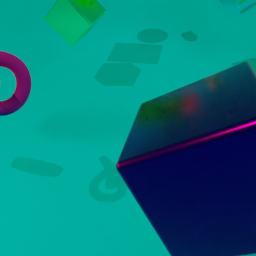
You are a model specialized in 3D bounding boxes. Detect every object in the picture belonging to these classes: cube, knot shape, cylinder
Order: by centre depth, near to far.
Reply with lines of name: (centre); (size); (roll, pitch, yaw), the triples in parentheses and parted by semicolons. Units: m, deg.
cube: (0.616, 0.236, 2.030); (0.933, 0.933, 0.933); (-21, 22, 23)
knot shape: (-1.986, -0.565, 3.505); (1.309, 0.605, 1.225); (34, 45, -13)
cylinder: (3.069, -3.589, 7.431); (0.956, 0.956, 0.956); (-32, 49, 5)
cube: (-1.408, -3.062, 7.585); (1.021, 1.021, 1.021); (44, 44, -17)
